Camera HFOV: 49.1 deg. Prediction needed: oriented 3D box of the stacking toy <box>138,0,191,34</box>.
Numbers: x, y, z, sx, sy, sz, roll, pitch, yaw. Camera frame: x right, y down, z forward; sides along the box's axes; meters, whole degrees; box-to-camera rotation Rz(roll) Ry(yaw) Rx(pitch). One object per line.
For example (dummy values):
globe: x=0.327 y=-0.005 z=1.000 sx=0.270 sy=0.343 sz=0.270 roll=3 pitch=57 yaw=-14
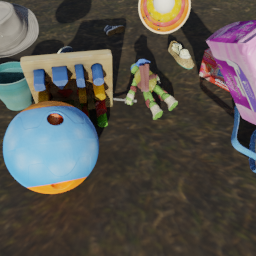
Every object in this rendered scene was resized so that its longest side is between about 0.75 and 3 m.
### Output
stacking toy: x=1.087 y=-3.885 z=8.742 sx=1.791 sy=1.791 sz=2.451 roll=7 pitch=19 yaw=7

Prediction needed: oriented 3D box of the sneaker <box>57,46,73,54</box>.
sneaker: x=-2.734 y=-2.810 z=11.787 sx=0.711 sy=0.631 sz=1.682 roll=23 pitch=57 yaw=22

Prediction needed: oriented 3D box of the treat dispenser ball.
treat dispenser ball: x=-1.903 y=0.474 z=7.095 sx=2.321 sy=2.321 sz=2.321 roll=0 pitch=44 yaw=0

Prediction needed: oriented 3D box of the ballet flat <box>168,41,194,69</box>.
ballet flat: x=2.292 y=-3.256 z=12.232 sx=0.647 sy=0.599 sz=1.836 roll=-18 pitch=47 yaw=-18

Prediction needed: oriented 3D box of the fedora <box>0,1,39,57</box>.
fedora: x=-3.700 y=-2.969 z=7.941 sx=2.038 sy=0.920 sz=1.803 roll=-14 pitch=76 yaw=0

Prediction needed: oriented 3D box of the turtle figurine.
turtle figurine: x=0.684 y=-1.205 z=9.972 sx=1.480 sy=2.057 sz=1.994 roll=-15 pitch=62 yaw=-47

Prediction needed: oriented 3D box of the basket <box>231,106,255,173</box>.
basket: x=3.789 y=0.364 z=7.613 sx=2.147 sy=1.494 sz=1.893 roll=35 pitch=47 yaw=-5

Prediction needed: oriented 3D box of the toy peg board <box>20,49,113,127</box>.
toy peg board: x=-1.668 y=-0.939 z=8.595 sx=2.536 sy=2.525 sz=1.240 roll=-8 pitch=59 yaw=-8

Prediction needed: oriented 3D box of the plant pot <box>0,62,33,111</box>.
plant pot: x=-3.937 y=-1.369 z=9.734 sx=1.390 sy=1.306 sz=1.390 roll=0 pitch=43 yaw=0

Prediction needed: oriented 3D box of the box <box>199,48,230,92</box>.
box: x=4.040 y=-2.187 z=10.686 sx=1.123 sy=1.172 sz=2.352 roll=-30 pitch=52 yaw=-28

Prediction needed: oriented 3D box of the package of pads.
package of pads: x=3.013 y=-1.152 z=6.531 sx=1.001 sy=2.646 sz=1.594 roll=-36 pitch=24 yaw=-2

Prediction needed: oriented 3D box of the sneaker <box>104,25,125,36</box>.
sneaker: x=-0.730 y=-5.079 z=14.319 sx=1.060 sy=0.371 sz=0.575 roll=-26 pitch=51 yaw=-21
